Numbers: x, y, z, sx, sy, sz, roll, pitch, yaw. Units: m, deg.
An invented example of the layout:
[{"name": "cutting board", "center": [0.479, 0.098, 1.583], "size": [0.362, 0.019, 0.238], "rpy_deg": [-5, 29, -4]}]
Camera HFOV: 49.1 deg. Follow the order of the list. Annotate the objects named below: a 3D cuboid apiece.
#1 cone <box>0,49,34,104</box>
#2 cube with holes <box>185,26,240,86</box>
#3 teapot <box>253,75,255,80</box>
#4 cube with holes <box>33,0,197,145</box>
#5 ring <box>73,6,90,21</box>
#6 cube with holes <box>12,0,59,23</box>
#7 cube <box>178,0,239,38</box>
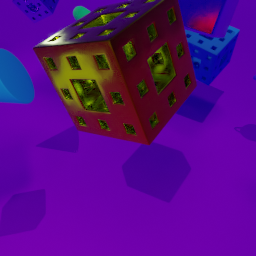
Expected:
[{"name": "cone", "center": [-2.529, -0.737, 5.205], "size": [1.081, 1.077, 1.077], "rpy_deg": [-23, 39, 11]}, {"name": "cube with holes", "center": [2.062, -2.072, 7.464], "size": [1.108, 1.108, 1.108], "rpy_deg": [35, 67, 23]}, {"name": "teapot", "center": [3.160, -0.991, 5.594], "size": [1.209, 0.751, 0.592], "rpy_deg": [5, 23, 19]}, {"name": "cube with holes", "center": [-0.077, -0.687, 3.229], "size": [1.149, 1.149, 1.149], "rpy_deg": [9, 45, 40]}, {"name": "ring", "center": [-0.617, -2.034, 5.945], "size": [0.265, 1.327, 1.327], "rpy_deg": [-48, 50, 4]}, {"name": "cube with holes", "center": [-2.988, -4.275, 9.245], "size": [0.945, 0.945, 0.945], "rpy_deg": [-8, 56, 33]}, {"name": "cube", "center": [1.426, -2.569, 5.491], "size": [1.258, 1.258, 1.258], "rpy_deg": [25, 25, 20]}]
